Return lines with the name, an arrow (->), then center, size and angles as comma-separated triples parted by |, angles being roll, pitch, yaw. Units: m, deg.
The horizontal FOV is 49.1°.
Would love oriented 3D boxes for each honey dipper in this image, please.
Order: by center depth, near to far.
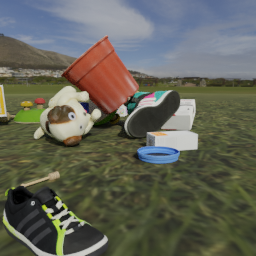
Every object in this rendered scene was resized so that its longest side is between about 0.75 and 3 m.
honey dipper -> -1.665, 0.990, 5.308 | 0.148, 0.148, 0.779 | 8, 14, 42

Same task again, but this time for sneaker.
sneaker -> -0.962, 1.051, 3.272 | 1.612, 0.668, 0.578 | 6, 11, 30
sneaker -> 0.480, -0.593, 10.562 | 1.780, 1.233, 2.949 | 1, 26, 46

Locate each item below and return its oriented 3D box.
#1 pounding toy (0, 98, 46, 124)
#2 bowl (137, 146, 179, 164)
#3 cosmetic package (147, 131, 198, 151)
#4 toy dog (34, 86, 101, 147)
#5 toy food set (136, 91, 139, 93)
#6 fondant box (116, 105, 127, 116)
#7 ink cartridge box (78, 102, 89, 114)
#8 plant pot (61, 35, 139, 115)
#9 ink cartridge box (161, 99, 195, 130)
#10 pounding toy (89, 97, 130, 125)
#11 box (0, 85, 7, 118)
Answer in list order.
pounding toy -> -4.906, -0.895, 13.761 | 2.414, 1.120, 1.863 | 1, 9, 3
bowl -> 0.757, 0.669, 7.050 | 1.051, 0.206, 1.051 | 0, 9, 0
cosmetic package -> 1.260, 0.372, 8.048 | 1.319, 0.470, 0.669 | -2, 9, -18
toy dog -> -2.015, -0.318, 8.904 | 2.242, 1.613, 2.312 | -24, 17, -15
toy food set -> 0.984, -1.504, 15.883 | 2.610, 0.524, 1.802 | 33, 12, 4
fondant box -> -1.015, -1.386, 15.965 | 1.900, 1.371, 0.553 | 3, 9, 16
ink cartridge box -> -2.555, -0.599, 11.990 | 2.346, 1.103, 0.519 | 10, 13, 44
plant pot -> -0.908, -1.858, 10.586 | 2.294, 2.231, 2.294 | -39, 13, 11
ink cartridge box -> 2.113, -0.597, 11.744 | 1.232, 0.695, 1.678 | 2, 28, 19
pounding toy -> -0.772, -0.834, 12.968 | 2.451, 1.137, 1.892 | -33, 41, 9
box -> -6.585, -1.013, 12.273 | 2.560, 1.440, 1.297 | -4, 4, 41
